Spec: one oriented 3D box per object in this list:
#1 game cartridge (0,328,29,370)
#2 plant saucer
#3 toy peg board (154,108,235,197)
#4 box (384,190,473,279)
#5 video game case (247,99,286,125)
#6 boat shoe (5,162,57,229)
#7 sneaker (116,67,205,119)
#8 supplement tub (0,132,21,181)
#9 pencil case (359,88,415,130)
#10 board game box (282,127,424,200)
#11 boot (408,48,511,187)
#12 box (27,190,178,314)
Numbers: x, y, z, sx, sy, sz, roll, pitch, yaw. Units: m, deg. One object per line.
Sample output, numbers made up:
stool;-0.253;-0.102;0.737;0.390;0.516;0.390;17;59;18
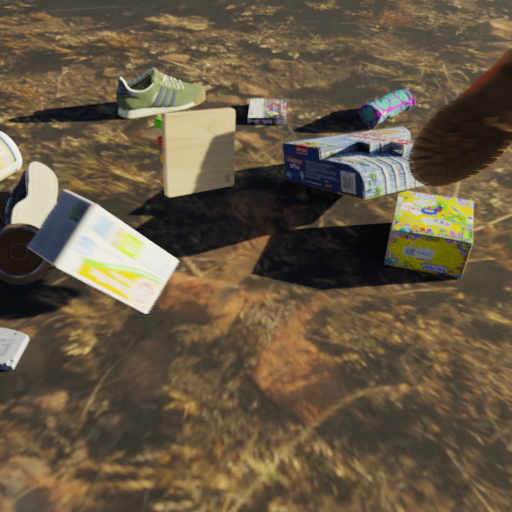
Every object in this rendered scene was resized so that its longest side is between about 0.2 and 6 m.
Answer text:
game cartridge;-4.354;1.503;9.192;1.092;0.221;0.728;5;45;5
plant saucer;-4.410;-0.062;10.419;1.181;0.203;1.181;3;79;-13
toy peg board;-1.028;-1.711;8.972;1.264;1.258;0.618;-15;28;-34
box;3.353;-0.458;10.858;1.458;0.890;1.405;11;43;13
video game case;0.301;-3.945;15.290;1.018;0.201;1.123;2;42;2
boat shoe;-4.702;-0.819;11.571;0.835;0.967;2.662;-36;42;25
sneaker;-2.596;-4.571;15.282;2.544;1.142;0.853;-18;45;-19
supplement tub;-6.164;-2.070;12.554;1.043;1.043;1.441;22;46;23
pencil case;3.489;-3.954;14.959;1.555;0.662;0.719;-31;35;-29
board game box;2.594;-2.137;12.175;2.952;0.911;2.954;-16;22;-24
boot;3.789;-2.339;9.185;1.165;3.105;1.665;47;15;1
box;-2.105;-0.017;7.910;0.876;1.729;0.972;23;80;41
